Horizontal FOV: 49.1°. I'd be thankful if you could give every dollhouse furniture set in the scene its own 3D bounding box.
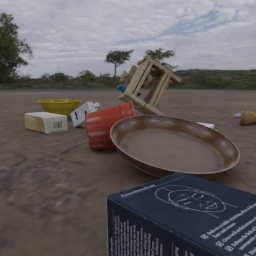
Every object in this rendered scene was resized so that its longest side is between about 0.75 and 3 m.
[{"bbox_3d":[0.700,-1.684,13.485,2.070,2.082,2.954,31,-14,-16],"label":"dollhouse furniture set"}]

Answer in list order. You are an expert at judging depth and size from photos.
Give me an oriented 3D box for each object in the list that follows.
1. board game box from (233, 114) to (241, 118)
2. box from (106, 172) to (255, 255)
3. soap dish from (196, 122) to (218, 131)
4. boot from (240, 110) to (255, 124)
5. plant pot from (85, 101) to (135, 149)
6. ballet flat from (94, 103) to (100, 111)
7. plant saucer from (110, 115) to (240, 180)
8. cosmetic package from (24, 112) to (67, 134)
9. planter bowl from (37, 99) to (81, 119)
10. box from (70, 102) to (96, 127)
[{"bbox_3d":[6.060,-0.528,13.631,0.834,0.158,1.621,-8,13,-44],"label":"board game box"},{"bbox_3d":[0.717,1.096,2.619,1.173,0.846,1.580,-9,13,-40],"label":"box"},{"bbox_3d":[1.571,0.205,8.122,1.636,0.664,1.287,7,12,36],"label":"soap dish"},{"bbox_3d":[5.758,-0.392,11.683,1.817,0.601,1.591,9,13,36],"label":"boot"},{"bbox_3d":[-0.470,-0.004,7.809,1.327,1.365,1.365,-8,11,-4],"label":"plant pot"},{"bbox_3d":[-1.683,-0.696,12.609,0.422,1.115,0.356,43,2,-45],"label":"ballet flat"},{"bbox_3d":[0.978,0.406,6.214,2.801,0.449,2.801,7,22,-3],"label":"plant saucer"},{"bbox_3d":[-3.141,-0.222,10.668,1.674,0.595,0.880,10,14,43],"label":"cosmetic package"},{"bbox_3d":[-3.331,-0.906,13.701,2.112,0.880,2.112,1,10,0],"label":"planter bowl"},{"bbox_3d":[-1.758,-0.521,11.053,1.085,0.633,0.326,-30,-17,33],"label":"box"}]
